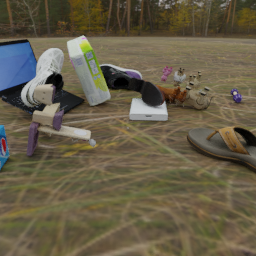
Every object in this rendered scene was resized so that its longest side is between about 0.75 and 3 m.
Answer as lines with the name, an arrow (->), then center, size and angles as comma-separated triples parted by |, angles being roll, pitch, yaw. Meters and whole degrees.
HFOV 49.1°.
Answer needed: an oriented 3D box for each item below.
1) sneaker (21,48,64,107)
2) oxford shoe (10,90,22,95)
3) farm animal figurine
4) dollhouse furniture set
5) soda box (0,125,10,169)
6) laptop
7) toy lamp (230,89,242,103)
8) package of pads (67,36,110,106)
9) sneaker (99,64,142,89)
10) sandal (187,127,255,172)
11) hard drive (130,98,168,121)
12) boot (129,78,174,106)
sneaker -> -2.361, -1.715, 9.007 | 1.360, 0.892, 2.364 | -4, 55, 37
oxford shoe -> -4.824, -1.759, 12.152 | 1.839, 0.668, 0.776 | -2, 10, -21
farm animal figurine -> 2.102, -1.424, 10.512 | 1.604, 0.999, 1.986 | 0, 41, -7
dollhouse furniture set -> -1.542, -0.378, 7.474 | 1.574, 1.758, 2.218 | 11, 20, -9
soda box -> -4.009, 0.485, 6.104 | 2.481, 0.841, 0.796 | -2, 22, -5
laptop -> -3.165, -1.781, 9.807 | 2.918, 1.507, 2.586 | 24, 27, 8
toy lamp -> 4.345, -1.291, 11.243 | 0.359, 0.359, 1.232 | 4, 21, 10
package of pads -> -1.588, -2.282, 11.090 | 0.934, 2.115, 2.738 | -21, 30, -3
sneaker -> -0.751, -2.358, 13.122 | 2.655, 1.006, 1.163 | 8, 28, 20
sandal -> 2.613, 0.389, 6.491 | 1.100, 0.735, 2.693 | -16, 27, -34
hard drive -> 0.720, -0.684, 9.832 | 1.227, 0.244, 1.860 | 1, 22, 4
boot -> 1.359, -1.185, 10.541 | 2.183, 0.747, 2.055 | 10, 13, -34
